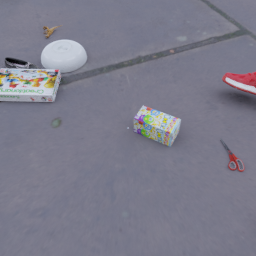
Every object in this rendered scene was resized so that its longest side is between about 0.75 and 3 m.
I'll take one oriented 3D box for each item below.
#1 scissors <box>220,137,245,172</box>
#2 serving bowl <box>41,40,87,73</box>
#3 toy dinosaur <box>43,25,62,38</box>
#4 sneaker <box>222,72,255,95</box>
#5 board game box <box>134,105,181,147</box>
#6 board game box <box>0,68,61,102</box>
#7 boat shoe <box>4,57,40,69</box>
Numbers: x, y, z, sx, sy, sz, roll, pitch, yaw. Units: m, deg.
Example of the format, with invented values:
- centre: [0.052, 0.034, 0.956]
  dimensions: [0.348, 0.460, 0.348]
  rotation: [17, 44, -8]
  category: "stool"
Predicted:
- centre: [2.997, 0.745, 8.069]
  dimensions: [0.440, 0.084, 1.204]
  rotation: [-3, 48, 1]
  category: "scissors"
- centre: [-2.516, -2.912, 10.879]
  dimensions: [1.787, 0.588, 1.787]
  rotation: [0, 50, -1]
  category: "serving bowl"
- centre: [-3.417, -4.282, 12.314]
  dimensions: [0.563, 0.320, 1.059]
  rotation: [31, 59, -4]
  category: "toy dinosaur"
- centre: [4.403, -1.720, 8.971]
  dimensions: [2.423, 1.399, 0.949]
  rotation: [21, 16, 14]
  category: "sneaker"
- centre: [0.859, -0.069, 8.385]
  dimensions: [1.236, 0.636, 0.648]
  rotation: [22, 53, 18]
  category: "board game box"
- centre: [-3.555, -1.508, 9.793]
  dimensions: [2.162, 0.374, 1.365]
  rotation: [1, 50, 1]
  category: "board game box"
- centre: [-3.993, -2.342, 10.500]
  dimensions: [1.419, 0.404, 0.474]
  rotation: [12, 50, 10]
  category: "boat shoe"
